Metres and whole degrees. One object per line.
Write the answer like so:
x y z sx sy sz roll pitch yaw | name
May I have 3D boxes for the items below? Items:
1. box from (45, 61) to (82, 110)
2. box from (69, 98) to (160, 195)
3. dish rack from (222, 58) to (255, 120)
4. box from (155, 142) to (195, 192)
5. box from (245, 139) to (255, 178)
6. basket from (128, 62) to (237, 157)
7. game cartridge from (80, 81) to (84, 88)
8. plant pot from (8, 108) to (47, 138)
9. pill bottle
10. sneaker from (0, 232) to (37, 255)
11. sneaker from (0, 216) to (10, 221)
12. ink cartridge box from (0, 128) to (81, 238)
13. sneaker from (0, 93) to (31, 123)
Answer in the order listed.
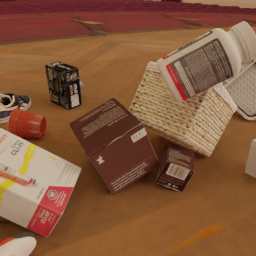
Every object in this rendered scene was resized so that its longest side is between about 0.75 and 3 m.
-2.814 -1.861 12.274 1.431 1.748 0.753 23 38 37 | box
-0.411 0.436 7.813 1.582 1.565 1.906 -31 36 -9 | box
4.977 -1.672 11.629 2.176 0.552 2.535 -41 63 3 | dish rack
1.296 1.062 7.715 0.808 0.800 0.974 21 30 0 | box
3.900 0.911 7.854 0.593 1.115 0.849 -18 34 -30 | box
1.669 -0.557 8.701 2.388 1.938 2.410 25 -2 38 | basket
-2.979 -2.217 14.546 1.218 0.253 0.811 -11 26 -19 | game cartridge
-3.513 -0.097 9.912 1.046 1.075 1.075 9 29 -1 | plant pot
1.866 -1.567 6.605 2.149 1.190 1.190 -26 25 14 | pill bottle
-2.386 2.786 4.903 2.034 0.679 1.090 -25 38 -32 | sneaker
-3.008 1.618 7.194 0.850 0.800 2.075 18 29 -15 | sneaker
-2.447 1.209 6.523 2.257 0.941 1.638 28 29 -8 | ink cartridge box
-4.823 -1.079 11.760 0.905 0.917 2.308 3 27 8 | sneaker
